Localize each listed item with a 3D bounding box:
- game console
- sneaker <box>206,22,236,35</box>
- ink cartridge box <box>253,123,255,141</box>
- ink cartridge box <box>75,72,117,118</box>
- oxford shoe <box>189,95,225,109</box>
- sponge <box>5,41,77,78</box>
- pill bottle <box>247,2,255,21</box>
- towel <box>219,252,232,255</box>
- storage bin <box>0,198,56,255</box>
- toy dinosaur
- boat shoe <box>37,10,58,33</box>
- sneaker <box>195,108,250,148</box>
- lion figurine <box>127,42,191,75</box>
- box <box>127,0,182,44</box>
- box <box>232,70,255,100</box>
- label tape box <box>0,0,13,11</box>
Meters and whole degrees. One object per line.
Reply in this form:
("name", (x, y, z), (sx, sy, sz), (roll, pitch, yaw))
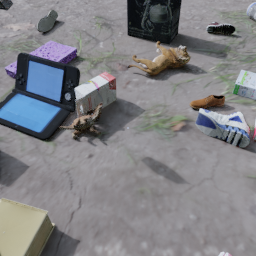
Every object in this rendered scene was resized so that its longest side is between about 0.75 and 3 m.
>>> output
("game console", (-3.016, -1.109, 8.930), (2.461, 2.164, 1.432), (19, 20, 17))
("sneaker", (4.391, -4.809, 13.254), (1.307, 0.494, 0.755), (8, 43, 9))
("ink cartridge box", (4.952, -0.485, 8.537), (1.716, 1.000, 2.370), (17, 47, 16))
("ink cartridge box", (-1.145, -1.025, 9.119), (1.631, 0.950, 0.550), (-35, 55, -30))
("oxford shoe", (2.659, -0.919, 9.391), (1.220, 0.435, 0.435), (-9, 47, -6))
("sponge", (-3.364, -2.649, 11.143), (1.444, 0.386, 2.588), (23, 50, 22))
("pill bottle", (6.584, -5.629, 13.872), (0.745, 0.745, 1.309), (-14, 47, -14))
("towel", (2.623, 3.773, 4.671), (2.988, 0.447, 2.186), (24, 50, 22))
("storage bin", (-2.539, 2.357, 5.949), (1.385, 0.654, 1.395), (12, 47, 12))
("toy dinosaur", (-1.352, -0.193, 8.589), (1.415, 0.607, 0.959), (-16, 38, 2))
("boat shoe", (-3.981, -5.107, 13.660), (0.541, 0.626, 1.724), (-23, 35, 42))
("sneaker", (2.952, -0.137, 8.507), (1.677, 0.678, 0.969), (29, 48, 17))
("lion figurine", (1.243, -2.563, 10.896), (2.282, 0.827, 1.398), (-36, 68, -13))
("box", (1.155, -5.142, 12.418), (2.145, 2.109, 1.330), (18, 48, 18))
("box", (4.315, -1.555, 9.981), (0.869, 0.476, 0.985), (20, 48, 19))
("label tape box", (-3.150, -3.162, 6.396), (0.631, 0.875, 0.277), (21, 69, 28))
